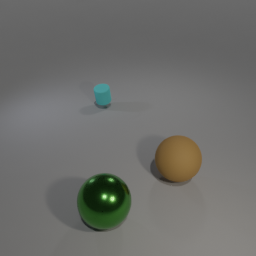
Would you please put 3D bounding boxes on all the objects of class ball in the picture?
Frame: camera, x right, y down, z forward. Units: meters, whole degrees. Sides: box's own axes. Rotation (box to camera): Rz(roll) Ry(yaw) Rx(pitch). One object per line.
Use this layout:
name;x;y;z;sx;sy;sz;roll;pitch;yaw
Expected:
ball;-0.606;1.865;7.200;1.400;1.400;1.400;0;33;0
ball;1.513;0.919;8.460;1.400;1.400;1.400;0;33;0

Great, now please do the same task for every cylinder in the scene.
cylinder;-1.119;-1.481;12.373;0.700;0.700;0.700;-4;43;4
